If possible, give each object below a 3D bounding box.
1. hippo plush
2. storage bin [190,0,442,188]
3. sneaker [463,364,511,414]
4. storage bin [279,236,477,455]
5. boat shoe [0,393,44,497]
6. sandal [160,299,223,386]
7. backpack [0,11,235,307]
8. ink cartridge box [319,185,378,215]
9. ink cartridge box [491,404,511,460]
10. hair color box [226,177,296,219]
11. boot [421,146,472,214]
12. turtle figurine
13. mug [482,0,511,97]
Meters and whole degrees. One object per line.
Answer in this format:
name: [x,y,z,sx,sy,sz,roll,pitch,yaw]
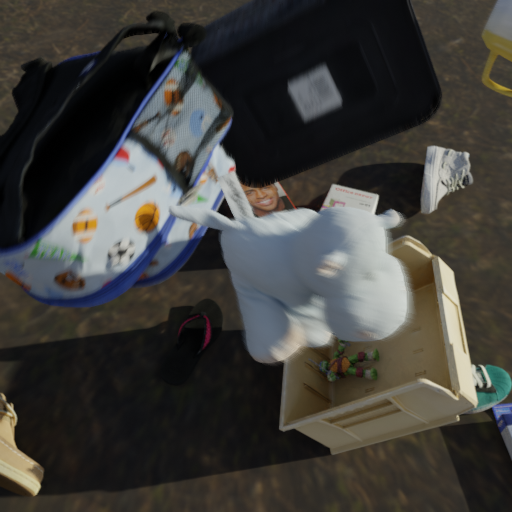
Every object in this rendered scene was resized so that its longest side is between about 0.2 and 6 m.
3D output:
hippo plush: [0.723,-0.018,5.945,1.871,2.327,1.854,-10,21,46]
storage bin: [0.817,-2.822,8.653,3.430,2.319,1.608,-19,38,22]
sneaker: [2.729,1.780,7.932,1.932,0.772,0.690,-5,48,-3]
storage bin: [1.550,1.198,7.517,2.239,1.057,2.256,-30,36,33]
boat shoe: [-3.721,2.165,7.466,2.724,0.971,0.879,25,53,23]
sandal: [-0.963,1.269,8.684,0.600,0.360,1.597,16,50,14]
backpack: [-2.006,-0.916,6.794,3.249,2.503,3.095,4,53,43]
ink cartridge box: [1.628,-0.661,10.308,0.922,0.540,1.276,16,49,14]
ink cartridge box: [3.866,2.588,7.551,0.867,0.305,1.453,-5,46,-4]
hair color box: [0.176,-0.764,10.383,0.945,0.570,1.862,-18,50,-14]
boot: [3.747,-1.504,10.947,0.926,0.713,1.938,8,47,15]
turtle figurine: [1.228,1.446,7.821,0.870,0.897,0.645,-3,21,25]
mug: [3.518,-2.841,7.285,1.067,1.300,1.041,27,8,12]
